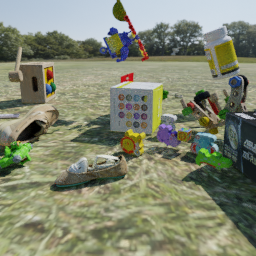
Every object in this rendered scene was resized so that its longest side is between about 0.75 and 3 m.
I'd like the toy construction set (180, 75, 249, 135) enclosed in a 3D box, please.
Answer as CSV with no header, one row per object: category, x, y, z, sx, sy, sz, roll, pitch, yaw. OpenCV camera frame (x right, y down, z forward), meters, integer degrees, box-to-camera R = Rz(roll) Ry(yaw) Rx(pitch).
toy construction set,2.994,-0.311,8.592,2.046,1.885,2.454,-26,-9,16

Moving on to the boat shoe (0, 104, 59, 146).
boat shoe,-2.735,-0.035,8.305,0.767,0.848,2.379,13,29,21

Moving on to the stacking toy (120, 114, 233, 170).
stacking toy,1.526,0.361,7.296,2.801,0.658,2.112,14,23,33

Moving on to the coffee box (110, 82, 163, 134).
coffee box,0.321,-0.720,9.329,1.429,1.443,1.445,5,17,18

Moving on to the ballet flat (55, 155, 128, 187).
ballet flat,-0.744,0.823,5.791,1.551,0.506,0.547,-8,16,-24

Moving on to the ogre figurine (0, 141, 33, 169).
ogre figurine,-2.650,0.619,6.516,0.685,0.560,1.142,-15,-1,11

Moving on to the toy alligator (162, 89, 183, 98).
toy alligator,1.456,-1.933,14.555,2.970,0.806,0.881,-3,17,-9

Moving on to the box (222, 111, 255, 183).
box,3.633,0.491,5.672,2.280,1.199,2.784,-3,17,-8

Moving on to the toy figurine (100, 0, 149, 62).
toy figurine,-0.507,-3.579,10.925,1.639,2.735,1.443,-27,-5,10

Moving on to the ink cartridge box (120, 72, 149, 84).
ink cartridge box,0.301,-1.327,11.103,0.768,1.607,1.830,5,18,15

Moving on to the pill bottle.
pill bottle,3.840,-3.104,11.651,1.131,1.978,1.131,-19,14,5

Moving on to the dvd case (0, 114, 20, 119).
dvd case,-4.657,-0.451,10.877,0.795,0.064,0.591,-4,17,-12

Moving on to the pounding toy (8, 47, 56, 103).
pounding toy,-4.414,-2.519,13.338,1.354,2.600,2.960,1,17,2
